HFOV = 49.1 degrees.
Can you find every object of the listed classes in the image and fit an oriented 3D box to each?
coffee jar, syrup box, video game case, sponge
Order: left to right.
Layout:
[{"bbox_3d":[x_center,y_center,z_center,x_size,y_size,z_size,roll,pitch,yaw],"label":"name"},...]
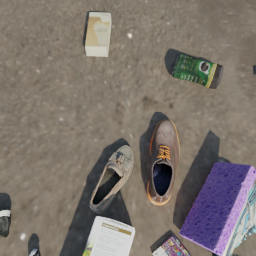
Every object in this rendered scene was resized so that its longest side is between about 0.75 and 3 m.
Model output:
[{"bbox_3d":[-0.703,3.741,7.059,1.114,1.077,2.735,15,68,6],"label":"syrup box"},{"bbox_3d":[1.229,3.530,7.651,0.789,0.156,0.870,-37,72,-14],"label":"video game case"},{"bbox_3d":[2.414,-1.943,9.638,1.636,0.698,0.853,19,67,9],"label":"coffee jar"},{"bbox_3d":[2.425,2.039,7.557,0.363,1.358,2.435,40,70,-21],"label":"sponge"}]

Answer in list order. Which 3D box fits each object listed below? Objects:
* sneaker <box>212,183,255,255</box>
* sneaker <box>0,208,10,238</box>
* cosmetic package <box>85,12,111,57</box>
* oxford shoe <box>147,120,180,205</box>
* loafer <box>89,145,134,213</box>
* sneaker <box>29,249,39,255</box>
[{"bbox_3d":[3.122,2.593,7.609,1.117,1.005,2.589,25,70,6],"label":"sneaker"},{"bbox_3d":[-4.156,2.936,7.630,1.971,0.655,0.892,-18,66,-10],"label":"sneaker"},{"bbox_3d":[-1.082,-3.457,10.343,0.840,0.567,1.597,2,67,1],"label":"cosmetic package"},{"bbox_3d":[1.121,0.880,8.311,0.952,0.973,2.669,5,67,2],"label":"oxford shoe"},{"bbox_3d":[-0.438,1.439,8.232,0.789,0.690,2.195,25,70,10],"label":"loafer"},{"bbox_3d":[-2.290,3.848,7.372,0.701,0.465,1.232,1,73,0],"label":"sneaker"}]
